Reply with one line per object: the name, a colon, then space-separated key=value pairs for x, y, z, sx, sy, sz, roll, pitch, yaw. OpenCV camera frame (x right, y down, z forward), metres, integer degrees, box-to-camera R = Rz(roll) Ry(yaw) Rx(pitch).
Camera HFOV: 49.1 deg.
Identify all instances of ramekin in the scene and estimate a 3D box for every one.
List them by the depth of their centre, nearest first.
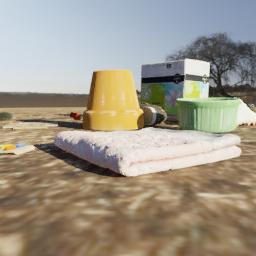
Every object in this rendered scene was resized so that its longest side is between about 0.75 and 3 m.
ramekin: x=2.444 y=-0.430 z=8.648 sx=1.903 sy=0.930 sz=1.903 roll=-1 pitch=9 yaw=0

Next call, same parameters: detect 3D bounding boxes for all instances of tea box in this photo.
tea box: x=2.257 y=-1.803 z=13.955 sx=1.925 sy=2.834 sz=2.881 roll=-5 pitch=7 yaw=-40

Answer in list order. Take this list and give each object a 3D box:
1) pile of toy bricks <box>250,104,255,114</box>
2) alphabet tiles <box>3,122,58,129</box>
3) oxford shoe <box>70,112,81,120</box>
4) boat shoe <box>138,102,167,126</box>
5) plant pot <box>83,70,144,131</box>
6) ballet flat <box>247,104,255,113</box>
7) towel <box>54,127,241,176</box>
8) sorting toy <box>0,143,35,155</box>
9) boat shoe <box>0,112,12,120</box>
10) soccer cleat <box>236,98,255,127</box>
pile of toy bricks: x=5.862 y=-0.535 z=12.559 sx=1.631 sy=0.905 sz=0.805 roll=9 pitch=36 yaw=-46
alphabet tiles: x=-3.697 y=-0.106 z=10.825 sx=1.895 sy=0.086 sz=2.267 roll=-1 pitch=6 yaw=-15
oxford shoe: x=-1.833 y=-0.412 z=10.124 sx=0.276 sy=0.270 sz=0.760 roll=21 pitch=3 yaw=-36
boat shoe: x=0.516 y=-0.605 z=11.811 sx=0.812 sy=0.961 sz=2.696 roll=-1 pitch=12 yaw=-33
plant pot: x=-0.531 y=-1.014 z=9.965 sx=2.179 sy=1.995 sz=2.179 roll=-1 pitch=6 yaw=0
ballet flat: x=5.476 y=-0.561 z=11.701 sx=1.272 sy=0.295 sz=0.429 roll=34 pitch=28 yaw=-2
towel: x=0.242 y=0.278 z=5.083 sx=2.475 sy=0.418 sz=2.591 roll=-4 pitch=6 yaw=-33
sorting toy: x=-2.302 y=0.395 z=5.208 sx=0.730 sy=0.145 sz=0.988 roll=1 pitch=5 yaw=11
boat shoe: x=-6.416 y=-0.586 z=13.984 sx=1.170 sy=0.443 sz=0.432 roll=-2 pitch=3 yaw=-31
soccer cleat: x=4.328 y=-0.625 z=10.866 sx=0.980 sy=1.096 sz=2.827 roll=5 pitch=7 yaw=41
